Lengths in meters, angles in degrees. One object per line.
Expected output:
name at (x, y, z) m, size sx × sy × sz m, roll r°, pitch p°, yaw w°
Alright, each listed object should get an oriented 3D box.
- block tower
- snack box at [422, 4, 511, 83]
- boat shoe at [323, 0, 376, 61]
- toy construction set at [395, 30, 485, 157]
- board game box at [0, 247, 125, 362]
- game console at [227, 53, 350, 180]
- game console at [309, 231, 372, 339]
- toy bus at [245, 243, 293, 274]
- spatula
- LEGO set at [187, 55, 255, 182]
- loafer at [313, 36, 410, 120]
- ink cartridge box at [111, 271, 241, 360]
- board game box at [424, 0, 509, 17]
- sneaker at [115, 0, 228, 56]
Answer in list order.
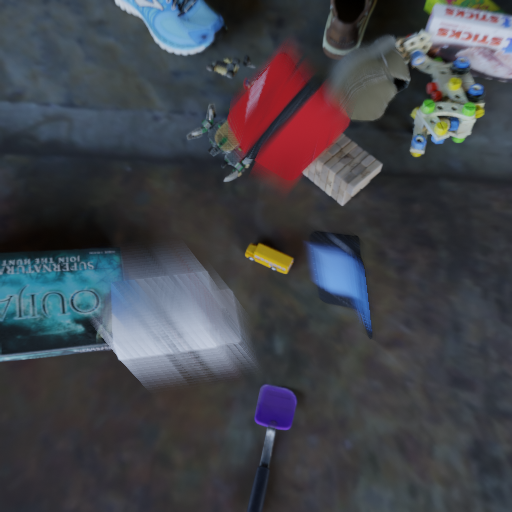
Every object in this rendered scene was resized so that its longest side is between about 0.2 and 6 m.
block tower at (0.924, -2.120, 10.303) m, size 0.769 × 0.823 × 2.848 m, roll -41°, pitch 70°, yaw -16°
snack box at (5.018, -3.953, 10.834) m, size 3.526 × 1.268 × 0.429 m, roll 12°, pitch 66°, yaw 5°
boat shoe at (2.039, -5.437, 11.616) m, size 1.038 × 1.040 × 2.811 m, roll 8°, pitch 66°, yaw 4°
toy construction set at (3.416, -3.102, 10.633) m, size 1.573 × 1.105 × 2.399 m, roll -11°, pitch 75°, yaw 0°
board game box at (-3.351, 0.746, 8.853) m, size 2.544 × 0.358 × 1.721 m, roll -4°, pitch 66°, yaw -21°
game console at (0.478, -2.169, 8.900) m, size 0.892 × 1.502 × 1.295 m, roll -1°, pitch 56°, yaw -48°
game console at (1.219, 0.409, 8.077) m, size 1.138 × 1.294 × 0.753 m, roll 9°, pitch 37°, yaw 32°
toy bus at (0.218, 0.020, 9.602) m, size 0.803 × 0.314 × 0.261 m, roll 24°, pitch 68°, yaw 10°
spatula at (0.153, 2.979, 8.344) m, size 0.596 × 0.217 × 2.108 m, roll 10°, pitch 67°, yaw 8°
LEGO set at (-0.400, -2.490, 10.416) m, size 1.522 × 0.664 × 2.343 m, roll 16°, pitch 88°, yaw 22°
loafer at (1.899, -2.923, 9.728) m, size 1.083 × 1.169 × 3.109 m, roll 50°, pitch 51°, yaw -2°
ink cartridge box at (-0.969, 0.690, 6.811) m, size 1.485 × 0.495 × 0.860 m, roll -7°, pitch 52°, yaw -8°
board game box at (4.513, -5.018, 11.769) m, size 0.902 × 0.423 × 1.776 m, roll -33°, pitch 70°, yaw -14°
sneaker at (-1.926, -5.287, 11.337) m, size 3.171 × 1.426 × 1.243 m, roll 38°, pitch 71°, yaw 15°
